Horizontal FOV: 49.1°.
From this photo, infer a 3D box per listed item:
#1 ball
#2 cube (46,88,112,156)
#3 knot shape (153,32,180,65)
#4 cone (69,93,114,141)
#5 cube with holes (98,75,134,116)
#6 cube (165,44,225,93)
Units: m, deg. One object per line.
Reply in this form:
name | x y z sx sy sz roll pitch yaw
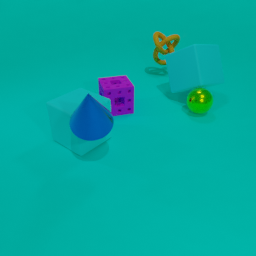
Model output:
ball | 2.324 -0.880 9.060 0.848 0.848 0.848 0 32 0
cube | -1.298 -0.212 7.701 1.226 1.226 1.226 24 40 34
knot shape | 1.457 -3.368 11.425 1.287 1.376 0.636 34 -1 -36
cone | -0.832 -0.423 6.151 1.038 1.041 1.038 1 57 -2
cube with holes | -0.402 -1.077 9.334 0.978 0.978 0.978 -9 33 -13
cube | 2.329 -2.058 9.793 1.355 1.355 1.355 -12 3 -38
